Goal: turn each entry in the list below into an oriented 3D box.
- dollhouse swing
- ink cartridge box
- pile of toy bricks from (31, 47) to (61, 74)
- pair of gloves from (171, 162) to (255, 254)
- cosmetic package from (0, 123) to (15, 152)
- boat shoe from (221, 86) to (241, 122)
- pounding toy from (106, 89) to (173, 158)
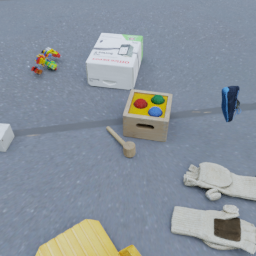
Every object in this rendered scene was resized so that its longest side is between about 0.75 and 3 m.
[{"bbox_3d":[-0.988,3.044,6.222,2.163,1.966,1.902,-25,70,-23],"label":"dollhouse swing"},{"bbox_3d":[-0.533,-3.179,13.033,2.114,1.221,2.905,7,44,7],"label":"ink cartridge box"},{"bbox_3d":[-3.777,-3.072,13.313,0.941,1.058,1.906,28,26,-11],"label":"pile of toy bricks"},{"bbox_3d":[2.595,2.091,8.038,2.288,0.472,2.691,14,45,18],"label":"pair of gloves"},{"bbox_3d":[-4.942,0.291,9.825,1.544,0.655,0.831,6,43,5],"label":"cosmetic package"},{"bbox_3d":[3.286,-0.696,8.800,0.540,1.572,0.662,-18,58,6],"label":"boat shoe"},{"bbox_3d":[0.314,-0.251,10.014,2.264,1.179,2.577,8,44,8],"label":"pounding toy"}]
